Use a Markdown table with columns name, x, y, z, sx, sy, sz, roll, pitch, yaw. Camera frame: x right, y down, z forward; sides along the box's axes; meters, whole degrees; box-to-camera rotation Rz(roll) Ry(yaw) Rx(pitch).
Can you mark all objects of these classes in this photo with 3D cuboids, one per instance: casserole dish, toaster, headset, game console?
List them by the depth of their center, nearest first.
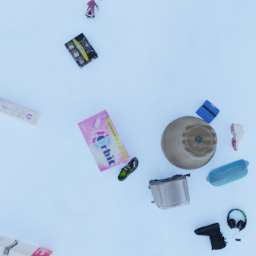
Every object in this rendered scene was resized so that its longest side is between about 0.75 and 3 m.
| name | x | y | z | sx | sy | sz | roll | pitch | yaw |
| --- | --- | --- | --- | --- | --- | --- | --- | --- | --- |
| casserole dish | 3.894 | 1.780 | 10.864 | 1.747 | 1.058 | 0.339 | -27 | 102 | 22 |
| toaster | 1.715 | 2.496 | 11.050 | 1.765 | 1.003 | 1.140 | -11 | 87 | -5 |
| headset | 4.332 | 3.828 | 11.082 | 0.760 | 0.578 | 1.230 | 9 | 72 | 2 |
| game console | 3.388 | -0.694 | 11.882 | 0.765 | 0.452 | 0.653 | 42 | 54 | 4 |

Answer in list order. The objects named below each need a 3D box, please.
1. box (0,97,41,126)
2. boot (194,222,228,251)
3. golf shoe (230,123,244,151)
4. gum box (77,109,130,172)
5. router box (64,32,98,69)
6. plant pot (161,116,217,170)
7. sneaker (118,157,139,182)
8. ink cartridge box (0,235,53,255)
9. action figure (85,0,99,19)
| name | x | y | z | sx | sy | sz | roll | pitch | yaw |
| --- | --- | --- | --- | --- | --- | --- | --- | --- | --- |
| box | -5.161 | -0.895 | 11.643 | 2.987 | 0.619 | 0.578 | 21 | 84 | 3 |
| boot | 3.284 | 4.365 | 11.105 | 1.157 | 0.428 | 0.948 | -14 | 83 | -6 |
| golf shoe | 4.561 | 0.373 | 11.584 | 0.534 | 0.439 | 1.167 | 0 | 84 | -3 |
| gum box | -0.946 | 0.585 | 11.375 | 1.304 | 0.760 | 2.298 | -26 | 84 | -3 |
| router box | -2.010 | -3.333 | 12.070 | 0.968 | 0.322 | 1.231 | -33 | 84 | -4 |
| plant pot | 2.484 | 0.503 | 10.801 | 2.253 | 1.955 | 2.253 | 0 | 82 | 1 |
| sneaker | 0.013 | 1.690 | 11.369 | 0.423 | 0.494 | 1.192 | 40 | 83 | 14 |
| ink cartridge box | -4.476 | 5.362 | 10.627 | 2.600 | 1.097 | 1.882 | 17 | 83 | 2 |
| action figure | -1.623 | -5.260 | 12.157 | 0.629 | 0.699 | 0.939 | 15 | 97 | 8 |
